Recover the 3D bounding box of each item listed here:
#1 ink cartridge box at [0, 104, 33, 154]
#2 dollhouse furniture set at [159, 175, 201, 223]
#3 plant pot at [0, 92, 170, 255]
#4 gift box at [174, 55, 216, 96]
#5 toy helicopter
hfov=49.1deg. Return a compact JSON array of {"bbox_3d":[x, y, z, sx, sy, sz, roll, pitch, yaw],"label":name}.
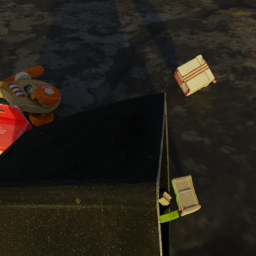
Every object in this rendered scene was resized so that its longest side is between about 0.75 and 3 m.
[{"bbox_3d":[-2.428,0.375,5.622,1.168,2.010,0.676,9,55,12],"label":"ink cartridge box"},{"bbox_3d":[0.716,1.405,5.390,1.418,0.548,0.709,-2,68,-41],"label":"dollhouse furniture set"},{"bbox_3d":[-0.595,1.171,4.026,2.347,2.640,2.646,-2,24,9],"label":"plant pot"},{"bbox_3d":[2.094,-1.600,8.616,0.962,0.950,1.030,-29,-1,-2],"label":"gift box"},{"bbox_3d":[-3.179,-1.103,7.574,2.695,1.063,1.783,8,42,-26],"label":"toy helicopter"}]
